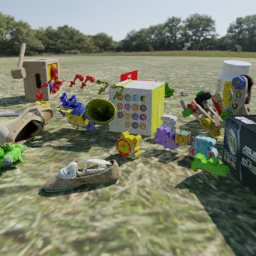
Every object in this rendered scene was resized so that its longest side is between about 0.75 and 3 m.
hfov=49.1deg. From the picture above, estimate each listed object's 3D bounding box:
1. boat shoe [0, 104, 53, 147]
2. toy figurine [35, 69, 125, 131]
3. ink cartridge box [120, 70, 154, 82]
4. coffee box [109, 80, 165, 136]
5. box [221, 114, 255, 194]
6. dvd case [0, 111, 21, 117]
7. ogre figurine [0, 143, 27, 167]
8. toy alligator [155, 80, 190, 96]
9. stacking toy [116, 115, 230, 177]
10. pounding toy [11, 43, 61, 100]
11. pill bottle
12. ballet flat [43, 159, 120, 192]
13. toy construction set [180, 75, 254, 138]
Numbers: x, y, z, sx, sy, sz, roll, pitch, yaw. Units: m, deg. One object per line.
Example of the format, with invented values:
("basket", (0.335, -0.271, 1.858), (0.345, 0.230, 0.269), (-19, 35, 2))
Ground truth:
("boat shoe", (-2.815, -0.038, 8.163), (0.767, 0.848, 2.379), (13, 28, 16))
("toy figurine", (-1.312, -0.590, 8.769), (2.735, 1.639, 1.443), (15, 62, 20))
("ink cartridge box", (0.369, -1.353, 10.817), (0.768, 1.607, 1.830), (7, 20, 21))
("coffee box", (0.320, -0.705, 9.042), (1.429, 1.443, 1.445), (7, 19, 21))
("box", (3.458, 0.617, 5.293), (2.280, 1.199, 2.784), (-3, 18, -6))
("dvd case", (-4.586, -0.543, 10.830), (0.795, 0.064, 0.591), (-3, 18, -9))
("ogre figurine", (-2.783, 0.642, 6.410), (0.685, 0.560, 1.142), (-14, -1, 13))
("toy alligator", (1.700, -2.013, 14.210), (2.970, 0.806, 0.881), (-2, 18, -6))
("stacking toy", (1.425, 0.426, 7.003), (2.801, 0.658, 2.112), (16, 25, 35))
("pounding toy", (-4.209, -2.656, 13.235), (1.354, 2.600, 2.960), (2, 18, 4))
("pill bottle", (3.795, -1.391, 10.221), (1.131, 1.978, 1.131), (2, 23, -1))
("ballet flat", (-0.913, 0.888, 5.604), (1.551, 0.506, 0.547), (-7, 18, -21))
("toy construction set", (2.957, -0.253, 8.220), (2.046, 1.885, 2.454), (-26, -9, 19))
